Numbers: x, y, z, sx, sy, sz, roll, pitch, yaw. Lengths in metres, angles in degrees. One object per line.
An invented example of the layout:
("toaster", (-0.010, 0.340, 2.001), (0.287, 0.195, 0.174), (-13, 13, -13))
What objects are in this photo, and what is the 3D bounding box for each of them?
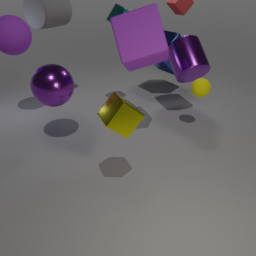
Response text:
("cylinder", (2.427, -2.764, 11.335), (1.400, 1.400, 1.400), (-11, 73, -19))
("cube", (2.214, -5.313, 11.881), (0.700, 0.700, 0.700), (36, 7, -33))
("cylinder", (-3.263, -4.833, 11.419), (1.400, 1.400, 1.400), (19, 35, 31))
("cube", (0.409, -2.716, 8.656), (1.400, 1.400, 1.400), (-15, -1, 9))
("cube", (-0.176, -0.307, 6.622), (0.700, 0.700, 0.700), (31, 11, -34))
("cube", (1.898, -3.644, 13.451), (1.400, 1.400, 1.400), (-53, 42, -1))
("cube", (-0.240, -4.136, 10.603), (0.700, 0.700, 0.700), (18, 22, -47))
("ball", (-4.225, -3.362, 10.176), (1.400, 1.400, 1.400), (0, 29, 0))
("ball", (-2.476, -1.398, 9.217), (1.400, 1.400, 1.400), (0, 29, 0))
("ball", (2.690, -1.483, 10.338), (0.700, 0.700, 0.700), (0, 29, 0))
